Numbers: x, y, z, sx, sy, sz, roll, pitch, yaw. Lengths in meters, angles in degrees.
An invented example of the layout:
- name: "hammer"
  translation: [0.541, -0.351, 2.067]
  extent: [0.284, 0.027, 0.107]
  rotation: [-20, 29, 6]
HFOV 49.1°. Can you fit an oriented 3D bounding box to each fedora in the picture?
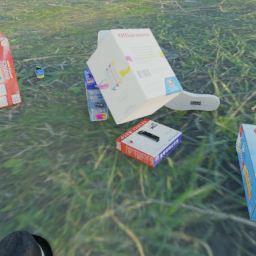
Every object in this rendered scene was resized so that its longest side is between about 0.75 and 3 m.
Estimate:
- name: "fedora"
  translation: [-1.979, 2.319, 4.884]
  extent: [1.389, 0.634, 1.389]
  rotation: [0, 33, 0]

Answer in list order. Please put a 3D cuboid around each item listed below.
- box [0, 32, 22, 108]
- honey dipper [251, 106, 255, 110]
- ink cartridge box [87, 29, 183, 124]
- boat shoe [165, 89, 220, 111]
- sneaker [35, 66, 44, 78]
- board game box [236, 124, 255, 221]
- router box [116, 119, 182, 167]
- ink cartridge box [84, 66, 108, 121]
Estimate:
- name: "box"
  translation: [-4.754, -2.020, 9.908]
  extent: [1.249, 2.434, 1.152]
  rotation: [-21, 41, -28]
- name: "honey dipper"
  translation: [4.737, -0.832, 10.213]
  extent: [0.829, 0.157, 0.157]
  rotation: [-30, 43, -34]
- name: "ink cartridge box"
  translation: [0.092, -1.651, 8.187]
  extent: [1.584, 1.544, 2.465]
  rotation: [-18, 77, -41]
- name: "boat shoe"
  translation: [2.175, -1.032, 10.070]
  extent: [2.143, 0.735, 0.607]
  rotation: [8, 27, 1]
- name: "sneaker"
  translation: [-4.049, -2.682, 12.782]
  extent: [0.385, 0.458, 1.168]
  rotation: [-12, 33, -14]
- name: "board game box"
  translation: [4.232, 1.075, 6.660]
  extent: [2.823, 0.789, 2.764]
  rotation: [7, 33, 10]
- name: "router box"
  translation: [0.623, 0.370, 8.138]
  extent: [1.325, 0.361, 1.477]
  rotation: [23, 39, 31]
- name: "ink cartridge box"
  translation: [-1.085, -1.229, 9.401]
  extent: [0.637, 1.668, 1.138]
  rotation: [-7, 34, -10]
